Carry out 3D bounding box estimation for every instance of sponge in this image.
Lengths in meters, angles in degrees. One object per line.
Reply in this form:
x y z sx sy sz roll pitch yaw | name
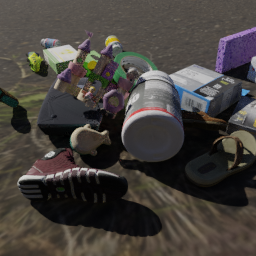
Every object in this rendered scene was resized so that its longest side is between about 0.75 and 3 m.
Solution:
4.505 -3.174 11.359 2.395 1.336 0.357 -24 40 -29 | sponge

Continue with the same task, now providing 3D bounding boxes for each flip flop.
2.331 0.597 6.733 2.402 0.691 0.974 -21 41 -31 | flip flop

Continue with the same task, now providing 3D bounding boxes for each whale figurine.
-0.988 0.332 7.287 1.065 0.552 0.847 -9 75 -32 | whale figurine

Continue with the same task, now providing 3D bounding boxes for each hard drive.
-1.601 -0.734 8.665 1.872 0.588 2.776 0 36 0 | hard drive

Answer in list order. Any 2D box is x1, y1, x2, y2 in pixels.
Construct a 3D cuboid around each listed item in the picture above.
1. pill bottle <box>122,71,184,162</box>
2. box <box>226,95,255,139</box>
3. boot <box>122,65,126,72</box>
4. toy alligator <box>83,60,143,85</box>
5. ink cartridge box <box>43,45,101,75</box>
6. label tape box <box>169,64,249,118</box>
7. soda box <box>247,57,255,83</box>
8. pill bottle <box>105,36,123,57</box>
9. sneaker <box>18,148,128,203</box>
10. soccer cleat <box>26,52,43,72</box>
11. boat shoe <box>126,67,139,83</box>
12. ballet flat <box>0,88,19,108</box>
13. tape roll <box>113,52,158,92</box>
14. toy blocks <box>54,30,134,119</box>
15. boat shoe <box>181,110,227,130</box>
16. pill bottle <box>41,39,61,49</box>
0.685 -0.449 7.515 1.468 1.468 2.577 3 35 4 | pill bottle
3.786 -0.260 8.159 1.373 0.419 1.733 20 40 24 | box
-0.257 -2.392 11.151 0.325 0.333 0.883 -4 38 -8 | boot
-0.674 -1.883 10.219 2.560 0.759 0.695 16 80 19 | toy alligator
-2.182 -3.039 11.879 2.338 0.560 1.701 -21 41 -23 | ink cartridge box
2.624 -1.381 9.323 2.638 0.872 1.890 -30 46 -32 | label tape box
5.966 -2.385 10.658 2.808 0.894 0.956 -17 40 -23 | soda box
-0.608 -3.642 12.571 0.665 0.665 1.180 -8 38 -10 | pill bottle
-1.129 0.899 6.237 2.323 0.879 1.342 1 33 3 | sneaker
-3.790 -2.768 11.524 0.644 0.498 1.540 -13 38 -21 | soccer cleat
0.109 -1.594 7.960 0.345 0.925 0.429 6 75 -8 | boat shoe
-3.981 -1.046 8.671 0.444 1.294 0.408 -44 50 2 | ballet flat
0.263 -1.978 9.935 1.707 0.410 1.707 13 50 -16 | tape roll
-0.737 -1.474 7.709 1.959 1.765 2.097 28 5 -2 | toy blocks
2.064 -0.257 7.793 1.371 0.493 0.466 8 67 7 | boat shoe
-3.622 -3.932 13.125 0.863 0.469 0.469 13 38 17 | pill bottle
